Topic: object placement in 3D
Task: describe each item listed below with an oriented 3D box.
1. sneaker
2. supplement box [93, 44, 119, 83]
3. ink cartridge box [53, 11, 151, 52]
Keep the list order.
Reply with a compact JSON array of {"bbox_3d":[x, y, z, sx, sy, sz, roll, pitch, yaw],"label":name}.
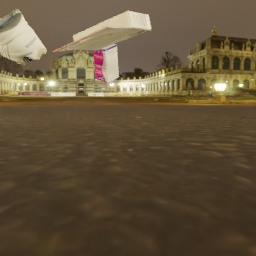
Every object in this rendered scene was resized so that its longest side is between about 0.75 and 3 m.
[{"bbox_3d":[-3.284,-2.282,7.735,2.962,1.104,1.290,19,-24,51],"label":"sneaker"},{"bbox_3d":[-0.832,-2.502,10.668,0.670,1.325,0.685,23,44,33],"label":"supplement box"},{"bbox_3d":[-0.550,-1.923,5.651,1.578,0.353,1.390,-7,9,38],"label":"ink cartridge box"}]
